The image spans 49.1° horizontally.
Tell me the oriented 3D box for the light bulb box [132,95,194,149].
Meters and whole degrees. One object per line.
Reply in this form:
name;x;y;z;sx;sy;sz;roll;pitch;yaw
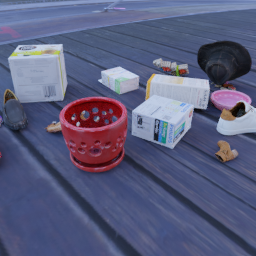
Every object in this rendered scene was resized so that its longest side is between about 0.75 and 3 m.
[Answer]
light bulb box;1.296;-0.302;10.457;1.718;1.072;1.702;19;37;27

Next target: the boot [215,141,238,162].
boot;3.185;0.805;9.490;0.685;0.338;0.882;-21;45;-22

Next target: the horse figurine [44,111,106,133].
horse figurine;-1.771;-0.170;10.633;2.425;0.605;1.607;20;49;19

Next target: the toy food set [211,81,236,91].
toy food set;4.907;-2.161;14.201;0.870;0.216;1.368;-17;36;-25

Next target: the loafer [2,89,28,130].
loafer;-4.696;-0.753;11.343;0.898;0.892;2.467;-18;37;-27

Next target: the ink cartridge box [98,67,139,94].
ink cartridge box;-0.546;-2.527;14.319;1.216;0.699;2.076;-22;39;-31

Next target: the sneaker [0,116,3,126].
sneaker;-5.205;-0.320;11.185;0.310;0.341;0.772;-7;32;-9

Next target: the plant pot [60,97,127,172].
plant pot;-1.032;0.259;8.852;2.030;1.848;2.030;0;32;0

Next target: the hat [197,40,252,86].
hat;4.529;-2.833;13.551;2.876;2.876;1.160;13;67;19

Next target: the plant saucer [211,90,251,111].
plant saucer;4.531;-1.169;12.440;1.697;0.430;1.697;0;31;0

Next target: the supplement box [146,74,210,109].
supplement box;2.225;-1.654;12.468;2.617;0.962;1.649;9;24;12

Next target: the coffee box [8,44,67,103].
coffee box;-4.093;-2.610;13.130;2.100;2.103;2.080;-3;32;-4

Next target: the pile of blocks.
pile of blocks;2.317;-3.150;15.262;2.034;0.835;0.632;14;50;4

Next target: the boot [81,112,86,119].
boot;-1.792;-0.340;11.244;0.704;0.335;0.910;14;47;22

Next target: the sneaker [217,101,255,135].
sneaker;4.759;-0.498;10.723;2.741;1.160;0.998;-11;32;-19
